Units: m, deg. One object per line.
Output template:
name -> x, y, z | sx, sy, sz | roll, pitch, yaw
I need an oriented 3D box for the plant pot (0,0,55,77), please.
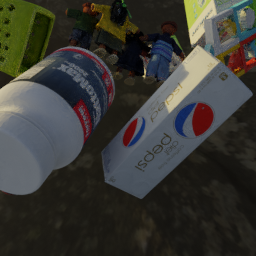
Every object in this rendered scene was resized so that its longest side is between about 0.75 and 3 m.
plant pot -> -2.778, -2.209, 6.499 | 1.462, 1.611, 1.603 | 20, 14, -5

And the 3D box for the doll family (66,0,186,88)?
doll family -> 0.026, -2.104, 6.614 | 2.971, 1.166, 1.717 | 25, 66, -28

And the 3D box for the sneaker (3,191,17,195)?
sneaker -> -2.719, 0.741, 5.643 | 1.043, 2.136, 0.755 | 21, 68, 19

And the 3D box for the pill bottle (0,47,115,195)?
pill bottle -> -1.444, -0.250, 5.184 | 1.720, 1.720, 2.876 | 12, 36, 9

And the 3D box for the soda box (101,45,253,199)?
soda box -> 0.747, -0.023, 5.205 | 0.979, 2.874, 0.915 | 32, 23, -27

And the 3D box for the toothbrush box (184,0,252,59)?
toothbrush box -> 2.894, -3.685, 8.121 | 2.173, 1.285, 2.984 | 6, 67, -18

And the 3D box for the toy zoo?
toy zoo -> 2.523, -1.999, 6.437 | 2.325, 1.525, 0.238 | -33, 26, -23

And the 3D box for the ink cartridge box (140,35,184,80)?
ink cartridge box -> 0.912, -1.904, 7.862 | 1.222, 0.513, 0.889 | -25, 89, -10
